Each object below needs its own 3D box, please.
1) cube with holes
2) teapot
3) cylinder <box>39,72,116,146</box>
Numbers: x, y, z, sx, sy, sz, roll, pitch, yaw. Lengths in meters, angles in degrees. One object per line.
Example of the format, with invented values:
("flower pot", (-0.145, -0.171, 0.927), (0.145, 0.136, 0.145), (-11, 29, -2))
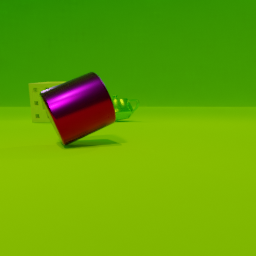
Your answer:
("cube with holes", (-2.401, -0.907, 9.487), (1.264, 1.264, 1.264), (1, 12, 12))
("teapot", (-0.459, -0.713, 9.899), (1.838, 0.900, 1.143), (-7, 2, 21))
("cylinder", (-0.704, -0.276, 3.955), (0.807, 0.807, 0.807), (-26, 12, -16))
